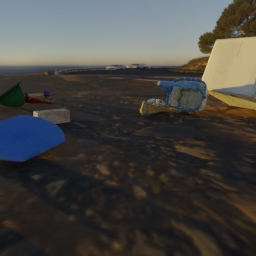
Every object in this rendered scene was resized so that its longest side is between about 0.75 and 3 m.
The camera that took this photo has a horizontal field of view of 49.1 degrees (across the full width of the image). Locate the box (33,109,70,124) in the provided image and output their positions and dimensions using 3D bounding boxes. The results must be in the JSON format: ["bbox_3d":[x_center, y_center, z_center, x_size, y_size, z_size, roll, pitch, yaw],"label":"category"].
[{"bbox_3d":[-2.528,-0.370,9.307,1.078,0.419,0.512,-9,16,-36],"label":"box"}]

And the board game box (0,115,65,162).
[{"bbox_3d":[-2.335,0.311,6.122,1.486,0.366,1.881,26,30,22],"label":"board game box"}]

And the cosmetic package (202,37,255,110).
[{"bbox_3d":[4.868,-2.120,11.272,2.302,2.289,2.751,19,3,-31],"label":"cosmetic package"}]

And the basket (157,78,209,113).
[{"bbox_3d":[2.292,-1.356,11.022,1.710,1.349,1.940,11,-13,38],"label":"basket"}]

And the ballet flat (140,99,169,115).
[{"bbox_3d":[1.124,-0.865,10.946,0.634,0.582,1.848,11,14,32],"label":"ballet flat"}]

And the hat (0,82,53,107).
[{"bbox_3d":[-4.896,-1.018,12.670,1.914,1.685,1.586,-27,20,20],"label":"hat"}]

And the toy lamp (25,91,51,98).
[{"bbox_3d":[-5.085,-1.875,15.821,1.376,0.401,0.401,-3,14,-18],"label":"toy lamp"}]
